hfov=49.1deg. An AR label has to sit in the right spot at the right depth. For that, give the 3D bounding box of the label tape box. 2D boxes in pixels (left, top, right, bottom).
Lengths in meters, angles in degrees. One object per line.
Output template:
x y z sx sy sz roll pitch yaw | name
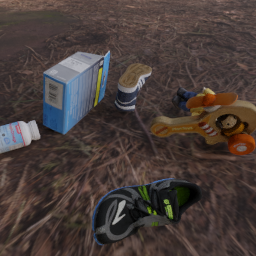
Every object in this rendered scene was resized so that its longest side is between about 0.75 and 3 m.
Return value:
-1.601 -1.327 9.051 0.879 1.905 2.658 23 40 11 | label tape box

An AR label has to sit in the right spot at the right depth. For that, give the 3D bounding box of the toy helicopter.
2.004 -0.200 7.671 2.914 1.927 1.150 -5 49 19 | toy helicopter

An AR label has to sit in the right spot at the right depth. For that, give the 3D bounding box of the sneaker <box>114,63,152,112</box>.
0.160 -1.381 9.683 0.778 1.205 2.221 20 36 13 | sneaker

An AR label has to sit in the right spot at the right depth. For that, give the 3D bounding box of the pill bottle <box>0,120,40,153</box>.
-3.239 0.231 7.922 1.349 0.734 0.734 -18 39 -20 | pill bottle

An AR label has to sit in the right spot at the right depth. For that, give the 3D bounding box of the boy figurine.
2.296 -0.702 8.881 1.264 0.655 2.033 -57 35 -2 | boy figurine

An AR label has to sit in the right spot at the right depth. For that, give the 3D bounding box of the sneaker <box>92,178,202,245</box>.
0.412 1.431 5.223 2.404 0.852 0.996 -11 -6 -33 | sneaker
